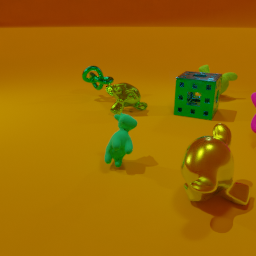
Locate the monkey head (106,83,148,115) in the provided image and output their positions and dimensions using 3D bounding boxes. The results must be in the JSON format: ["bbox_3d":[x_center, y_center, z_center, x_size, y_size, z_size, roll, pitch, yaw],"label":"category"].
[{"bbox_3d":[-0.155,-0.997,9.977,1.708,1.229,1.029,28,-1,4],"label":"monkey head"}]

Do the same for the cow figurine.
[{"bbox_3d":[-0.170,0.228,6.455,0.588,1.072,1.054,21,36,-18],"label":"cow figurine"}]

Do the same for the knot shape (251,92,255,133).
[{"bbox_3d":[3.619,-0.446,7.086,1.343,0.621,1.257,-23,55,-7],"label":"knot shape"}]

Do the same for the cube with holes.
[{"bbox_3d":[2.459,-1.181,9.819,1.315,1.315,1.315,10,24,24],"label":"cube with holes"}]

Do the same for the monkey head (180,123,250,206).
[{"bbox_3d":[1.650,0.786,5.137,1.351,1.132,1.878,19,42,18],"label":"monkey head"}]

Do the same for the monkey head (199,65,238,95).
[{"bbox_3d":[3.491,-1.982,11.619,1.860,1.338,1.121,-24,11,-10],"label":"monkey head"}]

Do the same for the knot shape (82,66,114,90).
[{"bbox_3d":[-1.166,-1.999,11.429,1.204,0.595,1.287,12,-16,14],"label":"knot shape"}]
